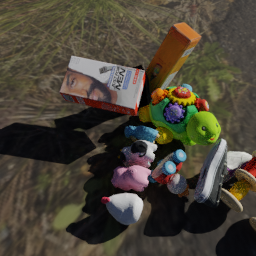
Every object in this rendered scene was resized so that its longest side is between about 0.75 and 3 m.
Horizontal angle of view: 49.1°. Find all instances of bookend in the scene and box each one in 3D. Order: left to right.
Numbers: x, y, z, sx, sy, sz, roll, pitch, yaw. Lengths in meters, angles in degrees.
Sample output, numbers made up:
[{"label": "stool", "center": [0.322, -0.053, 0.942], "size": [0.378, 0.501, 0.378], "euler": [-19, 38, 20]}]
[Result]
[{"label": "bookend", "center": [-0.024, -1.134, 9.002], "size": [1.371, 1.362, 0.631], "euler": [-18, 50, -6]}]

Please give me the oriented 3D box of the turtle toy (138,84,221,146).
[{"label": "turtle toy", "center": [1.588, -0.373, 8.027], "size": [1.884, 1.307, 2.585], "euler": [-14, 46, -24]}]

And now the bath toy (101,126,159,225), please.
[{"label": "bath toy", "center": [0.036, 1.102, 6.982], "size": [0.940, 1.106, 2.544], "euler": [19, 54, -3]}]

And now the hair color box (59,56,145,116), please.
[{"label": "hair color box", "center": [-0.685, -1.181, 7.877], "size": [2.131, 0.681, 1.182], "euler": [12, 76, 8]}]

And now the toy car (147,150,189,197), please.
[{"label": "toy car", "center": [1.204, 1.253, 7.095], "size": [1.040, 0.959, 0.920], "euler": [48, 56, 1]}]

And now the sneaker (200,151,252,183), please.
[{"label": "sneaker", "center": [2.627, 1.007, 7.498], "size": [1.558, 0.583, 0.776], "euler": [-9, 25, -7]}]

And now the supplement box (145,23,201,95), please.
[{"label": "supplement box", "center": [1.288, -2.145, 9.051], "size": [0.787, 2.366, 0.814], "euler": [45, 42, 12]}]

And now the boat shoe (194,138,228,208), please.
[{"label": "boat shoe", "center": [2.090, 1.062, 6.696], "size": [0.512, 0.621, 1.809], "euler": [31, 59, 0]}]

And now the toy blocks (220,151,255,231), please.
[{"label": "toy blocks", "center": [3.366, 1.359, 6.517], "size": [1.986, 0.721, 1.655], "euler": [-41, 62, -12]}]
